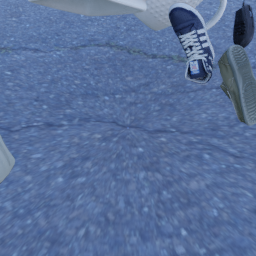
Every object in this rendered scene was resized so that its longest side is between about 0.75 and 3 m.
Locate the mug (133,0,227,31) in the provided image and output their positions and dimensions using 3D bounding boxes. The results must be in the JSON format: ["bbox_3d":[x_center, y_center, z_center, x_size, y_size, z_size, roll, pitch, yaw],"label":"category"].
[{"bbox_3d":[1.411,-3.780,7.594,2.793,2.449,2.062,36,28,-17],"label":"mug"}]

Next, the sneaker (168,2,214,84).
[{"bbox_3d":[1.396,-1.751,6.116,0.641,1.828,0.992,-9,52,37],"label":"sneaker"}]

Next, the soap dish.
[{"bbox_3d":[-0.798,-2.826,5.443,1.788,0.923,2.272,-4,16,-40],"label":"soap dish"}]

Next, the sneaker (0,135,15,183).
[{"bbox_3d":[-2.165,-0.280,3.229,0.893,2.416,0.958,-16,15,25],"label":"sneaker"}]

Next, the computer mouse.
[{"bbox_3d":[2.413,-2.528,5.551,0.547,1.865,0.317,-16,24,-35],"label":"computer mouse"}]

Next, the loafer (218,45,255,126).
[{"bbox_3d":[2.317,-0.857,5.846,0.627,1.667,0.580,-13,-2,-24],"label":"loafer"}]
